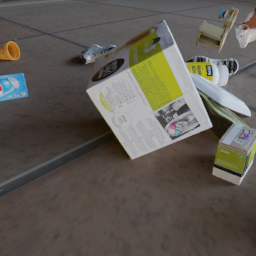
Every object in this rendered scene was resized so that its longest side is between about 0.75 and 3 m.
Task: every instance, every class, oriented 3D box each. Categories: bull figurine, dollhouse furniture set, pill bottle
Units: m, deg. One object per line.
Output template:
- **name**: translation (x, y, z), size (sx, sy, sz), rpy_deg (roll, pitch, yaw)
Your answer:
- **bull figurine**: translation (3.597, -2.788, 7.013), size (1.270, 0.682, 2.093), rpy_deg (31, 80, 1)
- **dollhouse furniture set**: translation (3.120, -3.525, 9.888), size (0.913, 0.908, 1.296), rpy_deg (26, 75, 14)
- **pill bottle**: translation (2.633, -1.893, 10.271), size (1.853, 1.031, 1.031), rpy_deg (-3, 33, -5)

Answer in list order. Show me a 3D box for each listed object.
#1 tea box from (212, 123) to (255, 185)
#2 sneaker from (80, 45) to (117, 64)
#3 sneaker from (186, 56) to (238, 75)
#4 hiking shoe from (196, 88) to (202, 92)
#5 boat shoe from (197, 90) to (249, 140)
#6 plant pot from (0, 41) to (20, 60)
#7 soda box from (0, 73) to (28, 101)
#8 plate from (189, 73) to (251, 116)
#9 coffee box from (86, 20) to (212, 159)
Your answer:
- **tea box**: translation (2.512, 0.574, 6.489), size (0.668, 0.983, 0.999), rpy_deg (21, 38, 30)
- **sneaker**: translation (-1.340, -3.161, 12.578), size (1.282, 0.833, 2.221), rpy_deg (-33, 35, -34)
- **sneaker**: translation (3.500, -2.586, 11.746), size (2.090, 0.785, 0.847), rpy_deg (11, 16, 18)
- **hiking shoe**: translation (1.729, -1.203, 9.368), size (2.245, 0.850, 1.130), rpy_deg (-10, 36, -16)
- **boat shoe**: translation (2.503, -0.402, 8.118), size (0.747, 0.866, 2.373), rpy_deg (-9, 38, -36)
- **plant pot**: translation (-5.672, -3.560, 13.153), size (0.769, 0.840, 0.840), rpy_deg (-7, 30, 19)
- **soda box**: translation (-4.656, -1.350, 9.757), size (2.108, 0.676, 0.715), rpy_deg (-13, 35, -18)
- **plate**: translation (2.784, -1.126, 8.777), size (1.935, 0.313, 1.931), rpy_deg (11, 28, -42)
- **coffee box**: translation (0.502, -0.990, 7.125), size (2.182, 2.206, 2.203), rpy_deg (-24, 29, 16)
